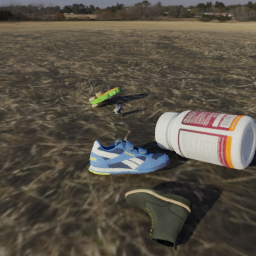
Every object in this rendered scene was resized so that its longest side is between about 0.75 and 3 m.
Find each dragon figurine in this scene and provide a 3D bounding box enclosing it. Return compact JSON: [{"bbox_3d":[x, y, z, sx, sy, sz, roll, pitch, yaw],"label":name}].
[{"bbox_3d":[-0.305,-0.631,9.594,0.241,0.408,0.821,48,9,13],"label":"dragon figurine"}]

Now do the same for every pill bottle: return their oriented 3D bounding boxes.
[{"bbox_3d":[1.815,0.200,6.756,2.169,1.188,1.188,10,25,42],"label":"pill bottle"}]

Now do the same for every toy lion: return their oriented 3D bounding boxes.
[{"bbox_3d":[-0.824,-1.236,10.619,1.023,0.366,1.067,-19,15,24],"label":"toy lion"}]

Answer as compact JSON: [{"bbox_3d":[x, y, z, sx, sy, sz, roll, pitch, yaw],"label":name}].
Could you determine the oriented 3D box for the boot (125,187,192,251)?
[{"bbox_3d":[0.386,1.535,4.845,1.246,0.483,0.862,0,43,32],"label":"boot"}]

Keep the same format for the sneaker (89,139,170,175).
[{"bbox_3d":[0.043,0.625,6.329,1.846,0.759,0.683,-1,0,-8],"label":"sneaker"}]
